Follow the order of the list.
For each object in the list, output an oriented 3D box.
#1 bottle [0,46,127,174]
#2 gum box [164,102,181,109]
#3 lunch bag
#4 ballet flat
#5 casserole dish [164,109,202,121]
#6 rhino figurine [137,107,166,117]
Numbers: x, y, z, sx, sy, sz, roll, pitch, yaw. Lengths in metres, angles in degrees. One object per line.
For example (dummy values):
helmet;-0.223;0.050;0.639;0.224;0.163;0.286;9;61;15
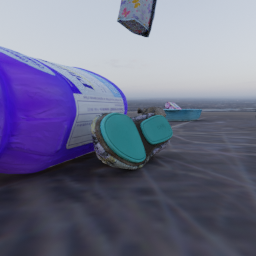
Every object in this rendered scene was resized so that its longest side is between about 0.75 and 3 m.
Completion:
bottle;-0.883;-0.164;2.273;1.123;0.878;2.688;24;11;16
gum box;2.089;-0.832;12.529;0.510;0.297;0.899;3;34;-45
lunch bag;0.420;-3.707;8.927;0.906;1.208;1.424;11;-1;31
ballet flat;-0.013;0.138;2.529;0.510;0.510;1.419;2;4;26
casserole dish;2.198;-0.567;11.847;1.561;0.500;2.578;2;3;28
rhino figurine;0.683;-0.370;8.568;0.818;0.560;1.872;2;6;16
